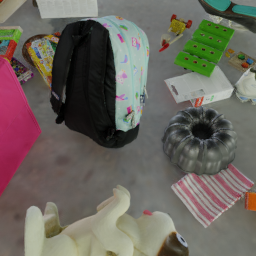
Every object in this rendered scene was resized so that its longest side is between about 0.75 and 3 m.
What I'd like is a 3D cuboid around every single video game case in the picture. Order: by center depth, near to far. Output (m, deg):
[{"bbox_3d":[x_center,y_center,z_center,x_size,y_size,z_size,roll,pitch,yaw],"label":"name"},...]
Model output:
[{"bbox_3d":[-3.641,-1.655,8.627,1.107,0.198,1.004,38,65,22],"label":"video game case"}]

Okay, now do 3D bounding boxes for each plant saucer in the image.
[{"bbox_3d":[-2.699,-2.417,8.984,1.320,0.227,1.320,3,67,-8],"label":"plant saucer"}]

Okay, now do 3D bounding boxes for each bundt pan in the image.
[{"bbox_3d":[1.821,0.202,7.021,1.929,0.724,1.929,-1,53,1],"label":"bundt pan"}]

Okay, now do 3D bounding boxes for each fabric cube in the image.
[{"bbox_3d":[-4.039,0.086,5.947,2.777,2.830,2.821,19,59,10],"label":"fabric cube"}]

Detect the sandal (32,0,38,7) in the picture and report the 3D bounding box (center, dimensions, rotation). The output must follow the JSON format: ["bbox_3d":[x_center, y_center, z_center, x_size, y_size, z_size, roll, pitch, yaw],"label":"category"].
[{"bbox_3d":[-3.012,-5.040,10.563,0.409,0.612,1.498,27,60,12],"label":"sandal"}]

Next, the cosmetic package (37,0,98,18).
[{"bbox_3d":[-2.154,-4.489,10.064,2.064,0.852,0.523,-2,58,-2],"label":"cosmetic package"}]

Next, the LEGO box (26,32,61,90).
[{"bbox_3d":[-2.216,-2.041,8.479,1.086,0.563,1.459,-29,74,-19],"label":"LEGO box"}]

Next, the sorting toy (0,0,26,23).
[{"bbox_3d":[-4.815,-5.131,10.296,2.716,0.495,2.514,28,72,24],"label":"sorting toy"}]

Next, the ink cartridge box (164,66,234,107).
[{"bbox_3d":[2.024,-1.153,8.165,1.759,0.443,0.959,-16,58,-9],"label":"ink cartridge box"}]

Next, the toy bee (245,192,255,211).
[{"bbox_3d":[3.685,1.781,6.058,2.117,1.151,1.386,26,92,29],"label":"toy bee"}]

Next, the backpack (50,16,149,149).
[{"bbox_3d":[-0.597,-1.171,6.620,2.314,2.773,1.755,19,29,29],"label":"backpack"}]

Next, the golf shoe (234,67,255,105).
[{"bbox_3d":[4.238,-1.224,7.819,2.292,1.115,0.898,-2,55,-3],"label":"golf shoe"}]

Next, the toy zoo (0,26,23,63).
[{"bbox_3d":[-4.177,-2.165,8.543,1.419,0.221,2.162,5,69,20],"label":"toy zoo"}]

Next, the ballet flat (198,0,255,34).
[{"bbox_3d":[3.452,-3.938,9.680,2.592,0.886,0.881,33,62,19],"label":"ballet flat"}]

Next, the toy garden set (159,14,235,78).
[{"bbox_3d":[2.001,-2.677,9.001,2.126,0.509,2.550,26,55,14],"label":"toy garden set"}]

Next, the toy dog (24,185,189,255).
[{"bbox_3d":[-0.260,2.349,5.096,2.751,1.920,2.668,-5,70,-4],"label":"toy dog"}]

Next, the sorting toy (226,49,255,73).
[{"bbox_3d":[3.571,-2.218,9.027,0.988,0.132,0.736,40,65,22],"label":"sorting toy"}]

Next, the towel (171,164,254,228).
[{"bbox_3d":[2.000,1.377,6.648,1.648,0.246,1.206,-32,62,-19],"label":"towel"}]
